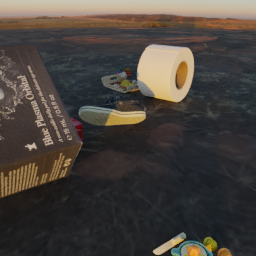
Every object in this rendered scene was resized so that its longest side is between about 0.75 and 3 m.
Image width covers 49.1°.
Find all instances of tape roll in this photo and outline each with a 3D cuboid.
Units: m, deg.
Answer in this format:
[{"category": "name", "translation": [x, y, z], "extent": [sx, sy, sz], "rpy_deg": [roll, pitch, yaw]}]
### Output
[{"category": "tape roll", "translation": [1.539, -2.217, 11.288], "extent": [1.472, 2.144, 2.144], "rpy_deg": [16, 29, 33]}]

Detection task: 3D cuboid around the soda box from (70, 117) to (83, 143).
[{"category": "soda box", "translation": [-2.227, 0.296, 7.535], "extent": [1.986, 0.630, 0.695], "rpy_deg": [-19, 30, -35]}]

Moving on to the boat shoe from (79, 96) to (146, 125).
[{"category": "boat shoe", "translation": [-0.473, -0.554, 8.595], "extent": [2.368, 0.737, 0.883], "rpy_deg": [-2, -22, -38]}]

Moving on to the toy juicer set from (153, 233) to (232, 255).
[{"category": "toy juicer set", "translation": [1.074, 1.887, 4.380], "extent": [1.165, 0.317, 0.741], "rpy_deg": [15, 28, 31]}]

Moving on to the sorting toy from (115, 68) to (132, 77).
[{"category": "sorting toy", "translation": [-0.293, -3.029, 15.191], "extent": [1.011, 0.415, 0.607], "rpy_deg": [-16, 29, -30]}]

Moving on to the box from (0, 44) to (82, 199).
[{"category": "box", "translation": [-2.797, -0.078, 5.656], "extent": [2.758, 1.619, 2.712], "rpy_deg": [-16, 66, -31]}]

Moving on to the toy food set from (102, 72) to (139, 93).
[{"category": "toy food set", "translation": [-0.113, -2.199, 13.133], "extent": [1.387, 0.584, 1.933], "rpy_deg": [-20, 31, -37]}]
